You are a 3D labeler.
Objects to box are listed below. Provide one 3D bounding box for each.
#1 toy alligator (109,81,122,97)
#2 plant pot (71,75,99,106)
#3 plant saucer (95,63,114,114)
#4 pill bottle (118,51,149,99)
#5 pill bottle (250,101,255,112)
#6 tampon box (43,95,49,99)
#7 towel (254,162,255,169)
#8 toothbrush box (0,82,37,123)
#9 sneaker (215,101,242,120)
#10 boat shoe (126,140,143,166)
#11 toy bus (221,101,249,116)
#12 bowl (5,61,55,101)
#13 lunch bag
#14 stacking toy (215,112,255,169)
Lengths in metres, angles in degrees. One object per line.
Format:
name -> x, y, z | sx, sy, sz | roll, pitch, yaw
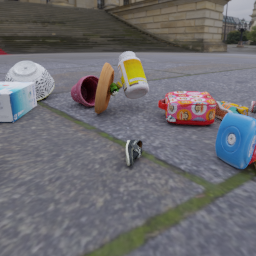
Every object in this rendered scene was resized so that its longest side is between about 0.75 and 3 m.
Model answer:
toy alligator -> -0.568, -1.656, 11.638 | 0.572, 0.415, 1.726 | -44, 10, 10
plant pot -> -2.041, -1.729, 13.467 | 1.443, 1.443, 1.291 | -17, 10, -40
plant saucer -> -0.956, -1.646, 11.871 | 0.406, 2.171, 2.171 | 12, 20, 1
pill bottle -> 0.186, -2.474, 12.989 | 1.137, 2.082, 1.137 | -12, -21, -5
pill bottle -> 5.833, -0.908, 12.273 | 0.819, 0.474, 0.474 | 8, 21, 21
tampon box -> -5.220, -2.186, 14.980 | 1.777, 1.122, 1.331 | -2, 19, -7
towel -> 3.521, 1.069, 7.053 | 0.569, 0.140, 0.767 | 6, 20, 15
toothbrush box -> -5.381, -1.193, 12.000 | 2.048, 1.193, 2.797 | 1, 18, 2
sneaker -> 4.027, -0.645, 11.420 | 0.696, 0.622, 1.742 | 3, 23, -10
boat shoe -> 0.170, 0.640, 7.762 | 0.455, 0.483, 1.346 | -2, 17, 7
toy bus -> 4.415, -0.763, 11.885 | 0.553, 0.460, 1.412 | -12, 23, -28
bowl -> -5.186, -2.627, 14.383 | 2.600, 1.220, 2.600 | 2, 49, -3
lunch bag -> 2.313, -0.889, 11.379 | 2.160, 1.005, 2.453 | 2, 19, 6
stacking toy -> 3.738, 0.437, 7.703 | 2.333, 1.354, 1.280 | 8, 11, -22
